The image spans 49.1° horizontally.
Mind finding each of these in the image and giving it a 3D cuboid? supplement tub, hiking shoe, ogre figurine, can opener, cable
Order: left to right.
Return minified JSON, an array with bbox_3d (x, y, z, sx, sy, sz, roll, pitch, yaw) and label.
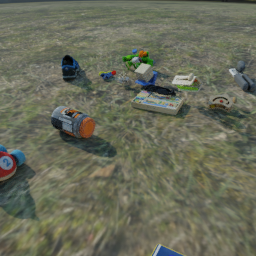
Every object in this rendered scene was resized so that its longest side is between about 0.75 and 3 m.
[{"bbox_3d":[-2.970,-3.349,14.570,0.898,1.046,2.413,-4,31,-7],"label":"hiking shoe"},{"bbox_3d":[-1.827,-0.183,9.400,1.378,0.845,0.845,19,35,28],"label":"supplement tub"},{"bbox_3d":[0.664,-3.511,14.986,1.168,0.956,1.948,-29,27,-21],"label":"ogre figurine"},{"bbox_3d":[1.378,-1.681,12.165,1.414,0.359,1.154,12,13,18],"label":"cable"},{"bbox_3d":[5.486,-2.523,13.522,0.640,0.808,2.430,3,35,2],"label":"can opener"}]

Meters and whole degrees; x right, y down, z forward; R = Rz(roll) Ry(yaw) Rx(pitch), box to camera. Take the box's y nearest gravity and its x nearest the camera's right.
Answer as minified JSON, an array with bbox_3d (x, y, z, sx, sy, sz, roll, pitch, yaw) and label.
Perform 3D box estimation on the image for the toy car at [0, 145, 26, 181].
[{"bbox_3d":[-3.700,0.604,7.440,1.305,1.475,1.360,12,33,20],"label":"toy car"}]

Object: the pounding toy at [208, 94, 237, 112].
[{"bbox_3d":[3.775,-0.893,11.160,1.157,0.664,0.662,-5,58,9],"label":"pounding toy"}]

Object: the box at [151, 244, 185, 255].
[{"bbox_3d":[1.199,2.708,4.676,1.841,0.645,0.592,16,34,24],"label":"box"}]

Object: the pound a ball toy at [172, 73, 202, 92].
[{"bbox_3d":[2.317,-1.889,11.007,1.310,0.854,0.556,16,72,56],"label":"pound a ball toy"}]

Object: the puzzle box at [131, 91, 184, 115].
[{"bbox_3d":[1.228,-1.068,11.492,1.906,0.242,1.268,12,32,20],"label":"puzzle box"}]

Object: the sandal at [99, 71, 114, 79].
[{"bbox_3d":[-1.047,-2.643,14.165,0.869,0.346,0.379,-13,65,-32],"label":"sandal"}]

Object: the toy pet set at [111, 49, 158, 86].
[{"bbox_3d":[0.519,-2.677,13.443,1.791,1.019,1.918,24,64,38],"label":"toy pet set"}]
